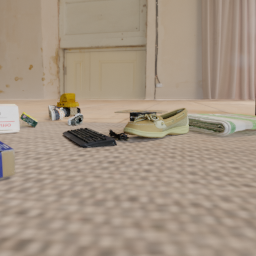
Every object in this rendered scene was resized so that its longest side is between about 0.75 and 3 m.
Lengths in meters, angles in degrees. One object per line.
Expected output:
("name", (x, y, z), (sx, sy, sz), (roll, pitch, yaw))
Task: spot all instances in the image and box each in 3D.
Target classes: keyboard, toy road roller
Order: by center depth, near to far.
("keyboard", (-0.718, 0.164, 6.374), (1.236, 0.200, 1.945), (-3, 9, -24))
("toy road roller", (-2.820, -1.053, 12.583), (1.420, 1.037, 0.873), (5, 9, 36))

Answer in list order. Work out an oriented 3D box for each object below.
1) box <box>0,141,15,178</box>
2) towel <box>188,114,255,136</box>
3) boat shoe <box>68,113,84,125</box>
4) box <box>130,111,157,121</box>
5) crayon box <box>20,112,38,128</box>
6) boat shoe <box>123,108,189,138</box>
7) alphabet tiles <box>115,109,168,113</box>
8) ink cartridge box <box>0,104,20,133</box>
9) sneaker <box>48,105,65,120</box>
("box", (-2.781, 0.436, 3.320), (2.424, 0.393, 1.468), (-3, 7, -35))
("towel", (3.095, -0.114, 8.132), (2.955, 0.454, 2.204), (-1, 9, -28))
("boat shoe", (-1.654, -0.242, 9.303), (0.331, 0.337, 0.934), (11, 20, 13))
("box", (0.561, -0.423, 10.369), (0.654, 0.344, 0.798), (7, 10, 44))
("crayon box", (-3.060, -0.262, 8.656), (0.511, 0.205, 0.806), (35, -5, -20))
("boat shoe", (0.740, -0.151, 6.750), (2.115, 0.665, 0.771), (-3, 8, -40))
("alphabet tiles", (0.807, -0.893, 15.142), (2.475, 0.093, 2.069), (2, 7, 21))
("ink cartridge box", (-3.746, -0.300, 7.890), (1.240, 0.713, 2.118), (-3, 8, -25))
("sneaker", (-2.838, -0.591, 11.068), (0.531, 0.525, 1.338), (-8, 21, -21))
